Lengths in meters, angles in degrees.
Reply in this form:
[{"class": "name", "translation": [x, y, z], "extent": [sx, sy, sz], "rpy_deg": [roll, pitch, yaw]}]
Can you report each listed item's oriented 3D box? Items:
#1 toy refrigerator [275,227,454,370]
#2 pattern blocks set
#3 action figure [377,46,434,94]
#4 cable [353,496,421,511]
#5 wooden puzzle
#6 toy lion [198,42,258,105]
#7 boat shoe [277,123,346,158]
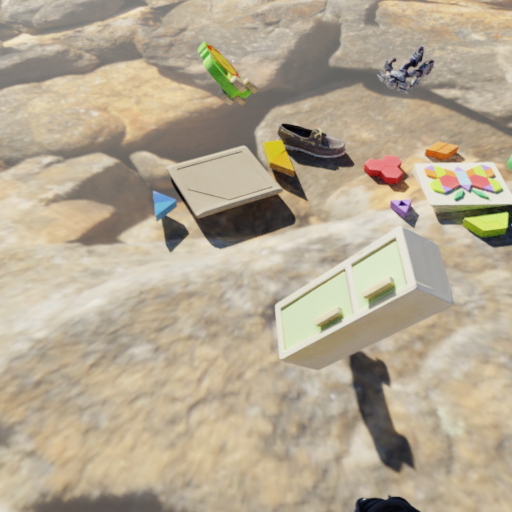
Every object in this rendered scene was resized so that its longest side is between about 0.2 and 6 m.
[{"class": "toy refrigerator", "translation": [1.194, 0.595, 6.881], "extent": [0.775, 2.215, 0.841], "rpy_deg": [22, 50, -33]}, {"class": "pattern blocks set", "translation": [4.361, -1.522, 11.895], "extent": [3.443, 0.279, 3.026], "rpy_deg": [-12, 47, -12]}, {"class": "action figure", "translation": [2.100, -2.583, 7.856], "extent": [0.918, 0.319, 0.597], "rpy_deg": [-38, 74, -28]}, {"class": "cable", "translation": [1.689, 3.758, 6.593], "extent": [1.522, 0.474, 1.865], "rpy_deg": [-26, 55, -17]}, {"class": "wooden puzzle", "translation": [-0.673, -1.579, 11.926], "extent": [3.307, 0.387, 2.231], "rpy_deg": [-14, 43, -14]}, {"class": "toy lion", "translation": [-0.579, -3.202, 9.704], "extent": [1.209, 0.433, 1.261], "rpy_deg": [49, 20, -2]}, {"class": "boat shoe", "translation": [1.271, -2.683, 12.896], "extent": [1.639, 0.488, 0.589], "rpy_deg": [15, 47, 15]}]
